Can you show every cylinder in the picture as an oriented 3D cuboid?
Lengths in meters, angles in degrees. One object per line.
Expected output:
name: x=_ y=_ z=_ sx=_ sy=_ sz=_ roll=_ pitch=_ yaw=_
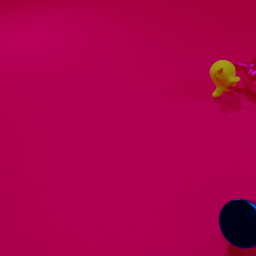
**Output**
cylinder: x=1.980 y=1.540 z=4.548 sx=0.734 sy=0.734 sz=0.734 roll=17 pitch=29 yaw=-42

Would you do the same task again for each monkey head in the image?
monkey head: x=2.527 y=-1.365 z=7.696 sx=0.791 sy=0.945 sz=1.313 roll=45 pitch=20 yaw=0
monkey head: x=3.815 y=-1.546 z=7.609 sx=1.994 sy=1.434 sz=1.201 roll=39 pitch=79 yaw=23
